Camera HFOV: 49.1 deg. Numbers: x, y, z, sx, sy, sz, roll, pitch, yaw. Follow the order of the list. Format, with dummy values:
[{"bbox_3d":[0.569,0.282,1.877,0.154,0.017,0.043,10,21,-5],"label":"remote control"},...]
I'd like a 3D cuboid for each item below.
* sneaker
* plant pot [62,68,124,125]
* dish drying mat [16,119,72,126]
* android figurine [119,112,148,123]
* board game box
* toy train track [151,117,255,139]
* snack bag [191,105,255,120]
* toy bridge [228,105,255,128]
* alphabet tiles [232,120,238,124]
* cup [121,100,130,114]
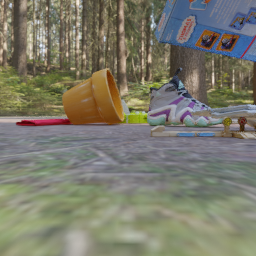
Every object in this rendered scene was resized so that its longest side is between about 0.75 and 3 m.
[{"bbox_3d":[1.964,-1.059,9.605,2.871,2.008,1.116,1,3,27],"label":"sneaker"},{"bbox_3d":[-1.425,-1.038,11.172,1.983,2.166,2.166,-15,1,9],"label":"plant pot"},{"bbox_3d":[-3.100,-0.249,11.187,1.009,0.239,2.627,3,3,26],"label":"dish drying mat"},{"bbox_3d":[0.069,-0.489,13.375,2.616,0.537,2.382,0,2,33],"label":"android figurine"},{"bbox_3d":[2.108,-2.455,5.662,2.615,1.978,0.479,5,45,-18],"label":"board game box"},{"bbox_3d":[1.609,-0.022,5.437,2.322,0.378,1.332,-1,3,-2],"label":"toy train track"},{"bbox_3d":[2.747,-0.279,6.258,2.095,0.238,2.222,2,0,-18],"label":"snack bag"},{"bbox_3d":[3.532,-0.263,8.214,0.590,0.239,1.755,39,5,-19],"label":"toy bridge"},{"bbox_3d":[3.982,-0.289,12.808,2.208,0.161,2.160,2,3,37],"label":"alphabet tiles"},{"bbox_3d":[-0.713,-1.090,17.383,1.831,1.309,1.831,1,3,0],"label":"cup"}]
